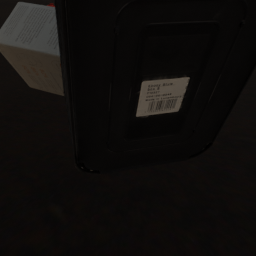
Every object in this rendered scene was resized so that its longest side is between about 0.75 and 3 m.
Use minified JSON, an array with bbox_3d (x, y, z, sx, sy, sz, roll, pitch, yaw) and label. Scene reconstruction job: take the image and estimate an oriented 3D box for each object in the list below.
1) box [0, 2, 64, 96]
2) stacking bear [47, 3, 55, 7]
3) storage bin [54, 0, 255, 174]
[{"bbox_3d":[-1.241,-1.422,5.545,1.989,1.515,1.058,15,68,15],"label":"box"},{"bbox_3d":[-2.391,-3.503,9.516,1.041,1.112,1.831,-1,46,-43],"label":"stacking bear"},{"bbox_3d":[0.231,-0.856,3.322,1.993,2.948,1.382,-8,51,-13],"label":"storage bin"}]
